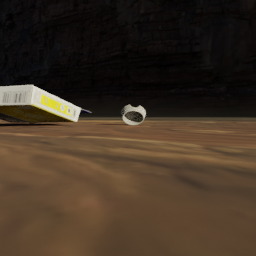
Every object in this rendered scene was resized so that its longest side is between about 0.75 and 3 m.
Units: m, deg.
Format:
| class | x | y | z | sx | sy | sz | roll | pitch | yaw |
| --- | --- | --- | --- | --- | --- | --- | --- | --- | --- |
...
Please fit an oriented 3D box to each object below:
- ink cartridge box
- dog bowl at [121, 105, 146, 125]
| class | x | y | z | sx | sy | sz | roll | pitch | yaw |
| --- | --- | --- | --- | --- | --- | --- | --- | --- | --- |
| ink cartridge box | -3.196 | -0.573 | 9.072 | 2.930 | 0.697 | 2.965 | -1 | -14 | 25 |
| dog bowl | 0.180 | -0.423 | 9.471 | 0.843 | 0.247 | 0.843 | 1 | -40 | 1 |
